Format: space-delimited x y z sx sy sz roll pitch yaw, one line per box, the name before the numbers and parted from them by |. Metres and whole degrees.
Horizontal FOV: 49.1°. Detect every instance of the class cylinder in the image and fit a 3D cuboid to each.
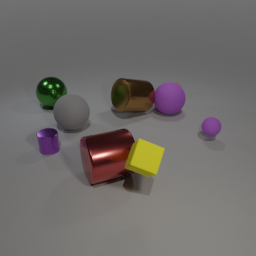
cylinder | -2.759 0.465 9.726 0.700 0.700 0.700 1 31 0
cylinder | -0.585 0.820 8.356 1.400 1.400 1.400 -12 31 -20
cylinder | 0.203 -1.395 12.081 1.400 1.400 1.400 -2 25 -37

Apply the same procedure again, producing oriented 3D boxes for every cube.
cube | 0.408 0.771 7.088 0.700 0.700 0.700 22 72 -6

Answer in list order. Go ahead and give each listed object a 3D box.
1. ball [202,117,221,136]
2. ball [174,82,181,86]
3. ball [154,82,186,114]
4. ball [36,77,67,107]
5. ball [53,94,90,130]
ball | 3.055 -0.050 10.252 0.700 0.700 0.700 0 29 0
ball | 2.369 -1.956 14.174 0.700 0.700 0.700 0 29 0
ball | 1.810 -1.299 12.266 1.400 1.400 1.400 0 29 0
ball | -3.495 -1.642 12.839 1.400 1.400 1.400 0 29 0
ball | -2.200 -0.625 10.951 1.400 1.400 1.400 0 29 0
